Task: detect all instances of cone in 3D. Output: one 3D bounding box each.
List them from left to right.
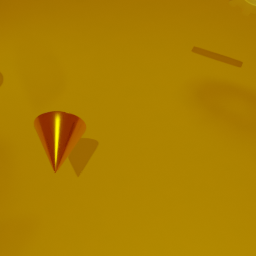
[{"bbox_3d":[-1.133,0.336,4.535,0.876,0.876,0.879,-2,57,-1],"label":"cone"}]

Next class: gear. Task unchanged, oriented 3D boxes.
[{"bbox_3d":[2.774,-2.929,5.766,1.584,1.584,0.293,24,77,19],"label":"gear"}]
